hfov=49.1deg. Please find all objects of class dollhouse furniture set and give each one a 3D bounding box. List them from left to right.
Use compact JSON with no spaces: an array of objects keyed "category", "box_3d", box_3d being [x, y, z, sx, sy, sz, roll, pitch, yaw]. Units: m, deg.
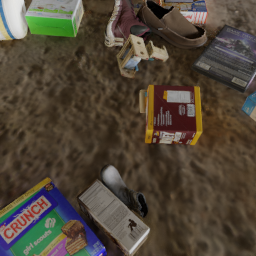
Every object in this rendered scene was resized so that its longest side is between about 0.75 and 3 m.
[{"category":"dollhouse furniture set","box_3d":[0.551,-2.384,9.902,1.472,1.038,1.032,9,52,-30]}]

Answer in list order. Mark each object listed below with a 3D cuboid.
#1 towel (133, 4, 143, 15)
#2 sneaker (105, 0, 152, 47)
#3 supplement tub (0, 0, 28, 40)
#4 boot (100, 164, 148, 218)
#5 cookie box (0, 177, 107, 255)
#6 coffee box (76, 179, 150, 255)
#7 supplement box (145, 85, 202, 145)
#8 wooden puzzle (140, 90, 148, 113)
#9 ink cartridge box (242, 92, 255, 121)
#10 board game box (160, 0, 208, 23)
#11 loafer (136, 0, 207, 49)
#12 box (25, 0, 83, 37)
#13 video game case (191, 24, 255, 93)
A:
[{"category":"towel","box_3d":[0.550,-4.710,11.727,1.121,0.182,1.526,2,57,0]},{"category":"sneaker","box_3d":[0.184,-4.228,11.010,1.664,1.090,2.881,13,68,2]},{"category":"supplement tub","box_3d":[-5.396,-4.250,10.282,2.866,2.073,2.073,-6,57,-4]},{"category":"boot","box_3d":[-0.033,1.504,6.810,0.944,1.434,0.500,5,42,48]},{"category":"cookie box","box_3d":[-1.950,2.625,6.492,1.945,0.854,2.274,-37,64,-24]},{"category":"coffee box","box_3d":[-0.374,2.173,6.738,1.741,0.984,0.695,38,64,23]},{"category":"supplement box","box_3d":[1.292,-0.371,8.272,1.498,0.995,1.477,2,66,2]},{"category":"wooden puzzle","box_3d":[0.903,-0.897,9.222,1.025,0.191,0.948,0,57,0]},{"category":"ink cartridge box","box_3d":[4.583,-0.514,8.676,1.155,0.677,1.599,-30,60,-18]},{"category":"board game box","box_3d":[2.303,-5.484,11.992,1.862,0.569,2.458,2,57,1]},{"category":"loafer","box_3d":[1.649,-3.977,10.635,2.936,1.042,1.072,25,60,7]},{"category":"box","box_3d":[-2.887,-4.587,11.209,1.854,0.896,1.636,5,57,3]},{"category":"video game case","box_3d":[3.892,-2.657,10.339,2.022,0.268,2.830,30,61,18]}]
